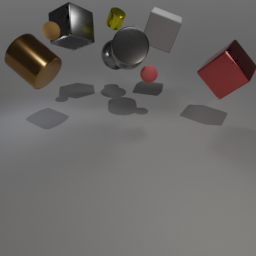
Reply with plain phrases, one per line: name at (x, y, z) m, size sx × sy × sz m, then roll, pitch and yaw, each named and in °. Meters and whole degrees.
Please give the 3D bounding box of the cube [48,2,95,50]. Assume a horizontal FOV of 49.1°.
cube at (-2.464, -4.381, 12.263) m, size 1.400 × 1.400 × 1.400 m, roll -7°, pitch -4°, yaw 37°

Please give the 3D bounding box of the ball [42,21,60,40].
ball at (-3.041, -3.836, 11.066) m, size 0.700 × 0.700 × 0.700 m, roll 0°, pitch 29°, yaw 0°

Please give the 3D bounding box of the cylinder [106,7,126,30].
cylinder at (-0.544, -4.850, 12.450) m, size 0.700 × 0.700 × 0.700 m, roll 13°, pitch 51°, yaw -17°

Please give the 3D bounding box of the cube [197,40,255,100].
cube at (3.776, -2.215, 10.660) m, size 1.400 × 1.400 × 1.400 m, roll 49°, pitch 46°, yaw -5°

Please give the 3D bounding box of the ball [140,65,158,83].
ball at (0.843, -2.174, 11.266) m, size 0.700 × 0.700 × 0.700 m, roll 0°, pitch 29°, yaw 0°

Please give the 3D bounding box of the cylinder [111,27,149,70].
cylinder at (0.046, -3.062, 10.931) m, size 1.400 × 1.400 × 1.400 m, roll -2°, pitch 5°, yaw -4°

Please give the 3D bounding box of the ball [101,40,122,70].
ball at (-0.558, -3.449, 13.177) m, size 1.400 × 1.400 × 1.400 m, roll 0°, pitch 29°, yaw 0°

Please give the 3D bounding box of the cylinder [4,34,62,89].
cylinder at (-3.312, -2.327, 9.873) m, size 1.400 × 1.400 × 1.400 m, roll 41°, pitch 38°, yaw 2°

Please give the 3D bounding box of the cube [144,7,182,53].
cube at (1.528, -4.446, 12.682) m, size 1.400 × 1.400 × 1.400 m, roll 21°, pitch 32°, yaw 0°
